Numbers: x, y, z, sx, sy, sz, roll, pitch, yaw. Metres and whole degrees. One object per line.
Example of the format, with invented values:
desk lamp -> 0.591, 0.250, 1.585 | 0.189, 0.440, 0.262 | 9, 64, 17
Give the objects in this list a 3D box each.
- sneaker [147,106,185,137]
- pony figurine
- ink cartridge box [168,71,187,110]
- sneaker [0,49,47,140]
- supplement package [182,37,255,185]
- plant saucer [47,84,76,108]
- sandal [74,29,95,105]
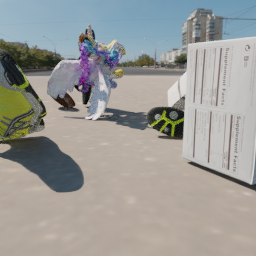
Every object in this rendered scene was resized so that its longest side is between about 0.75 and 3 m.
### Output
sneaker -> 1.280, -0.085, 6.348 | 1.741, 0.656, 0.665 | 11, 0, 7
pony figurine -> -1.071, -1.772, 8.760 | 2.175, 2.521, 2.612 | 26, 17, 16
ink cartridge box -> 2.144, -1.146, 8.567 | 1.262, 0.740, 1.723 | 3, -18, -17
sneaker -> -2.135, -0.317, 4.986 | 1.049, 1.035, 2.745 | -30, -12, -21
supplement package -> 2.244, -0.384, 4.510 | 2.399, 1.868, 1.330 | -7, 13, -30
plant saucer -> -2.528, -1.151, 10.395 | 1.282, 1.282, 0.235 | 13, 61, 46
sandal -> -1.664, -2.166, 10.153 | 0.685, 2.860, 1.075 | -2, 37, -17
